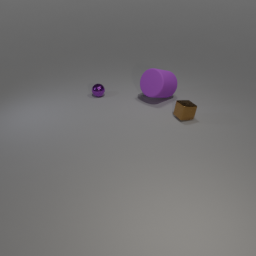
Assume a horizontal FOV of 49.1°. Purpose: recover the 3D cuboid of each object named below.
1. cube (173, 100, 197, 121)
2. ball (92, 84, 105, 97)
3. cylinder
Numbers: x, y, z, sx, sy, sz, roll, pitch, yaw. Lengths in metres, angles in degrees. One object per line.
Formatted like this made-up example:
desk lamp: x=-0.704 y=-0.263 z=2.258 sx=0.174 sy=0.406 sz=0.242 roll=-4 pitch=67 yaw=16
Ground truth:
cube: x=2.573 y=-0.806 z=12.628 sx=0.700 sy=0.700 sz=0.700 roll=-3 pitch=30 yaw=-24
ball: x=-1.562 y=-1.991 z=14.762 sx=0.700 sy=0.700 sz=0.700 roll=0 pitch=30 yaw=0
cylinder: x=1.553 y=-2.236 z=14.120 sx=1.400 sy=1.400 sz=1.400 roll=24 pitch=19 yaw=35
